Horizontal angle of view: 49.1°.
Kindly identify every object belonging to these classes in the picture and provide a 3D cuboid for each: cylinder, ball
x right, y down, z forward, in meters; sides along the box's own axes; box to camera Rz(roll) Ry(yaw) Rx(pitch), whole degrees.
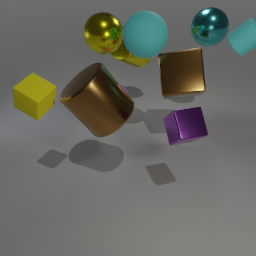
[{"bbox_3d":[3.148,-2.417,7.462,0.700,0.700,0.700,25,48,-30],"label":"cylinder"},{"bbox_3d":[-0.785,-0.711,7.238,1.400,1.400,1.400,-31,30,20],"label":"cylinder"},{"bbox_3d":[0.531,-2.898,8.730,1.400,1.400,1.400,0,30,0],"label":"ball"},{"bbox_3d":[-0.853,-3.289,9.771,1.400,1.400,1.400,0,30,0],"label":"ball"},{"bbox_3d":[3.085,-3.808,10.598,1.400,1.400,1.400,0,30,0],"label":"ball"},{"bbox_3d":[0.168,-3.417,11.925,1.400,1.400,1.400,25,11,36],"label":"cylinder"}]

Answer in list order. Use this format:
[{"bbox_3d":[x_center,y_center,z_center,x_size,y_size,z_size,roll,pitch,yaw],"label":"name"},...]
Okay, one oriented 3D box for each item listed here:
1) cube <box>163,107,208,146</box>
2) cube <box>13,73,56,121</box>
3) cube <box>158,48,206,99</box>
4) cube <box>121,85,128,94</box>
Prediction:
[{"bbox_3d":[1.336,-0.033,6.577,0.700,0.700,0.700,-9,-12,-15],"label":"cube"},{"bbox_3d":[-2.248,-0.756,6.766,0.700,0.700,0.700,30,50,5],"label":"cube"},{"bbox_3d":[1.841,-1.804,9.635,1.400,1.400,1.400,-6,0,10],"label":"cube"},{"bbox_3d":[-0.531,-1.219,10.140,0.700,0.700,0.700,19,21,-27],"label":"cube"}]
